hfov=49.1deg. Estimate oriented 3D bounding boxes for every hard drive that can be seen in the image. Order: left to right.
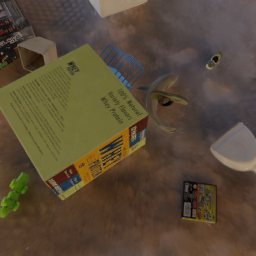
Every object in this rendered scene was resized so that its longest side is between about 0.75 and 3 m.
[{"bbox_3d":[-4.354,-2.426,9.652,0.191,0.706,1.010,42,72,18],"label":"hard drive"}]

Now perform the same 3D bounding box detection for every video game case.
[{"bbox_3d":[1.977,2.039,7.770,0.944,0.133,1.045,7,63,4],"label":"video game case"}]

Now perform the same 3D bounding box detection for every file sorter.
[{"bbox_3d":[-0.253,-1.945,8.930,0.832,1.357,0.942,-47,67,20],"label":"file sorter"}]

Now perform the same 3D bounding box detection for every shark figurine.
[{"bbox_3d":[0.906,-0.915,8.791,1.401,0.979,2.345,4,62,3],"label":"shark figurine"}]

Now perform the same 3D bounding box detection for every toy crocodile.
[{"bbox_3d":[-3.161,1.843,7.746,0.435,0.398,1.289,35,60,-28],"label":"toy crocodile"}]

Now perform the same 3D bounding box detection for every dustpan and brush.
[{"bbox_3d":[3.507,0.926,8.173,1.359,0.557,1.948,-36,62,-11],"label":"dustpan and brush"}]

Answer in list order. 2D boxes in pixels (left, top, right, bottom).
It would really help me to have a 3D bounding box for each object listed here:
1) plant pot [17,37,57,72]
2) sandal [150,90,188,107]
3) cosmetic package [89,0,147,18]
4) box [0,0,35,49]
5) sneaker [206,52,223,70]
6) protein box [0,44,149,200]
[{"bbox_3d":[-2.985,-2.515,9.597,1.019,1.020,0.903,23,53,11],"label":"plant pot"},{"bbox_3d":[1.104,-0.803,8.080,1.327,0.527,0.379,20,90,48],"label":"sandal"},{"bbox_3d":[-0.593,-6.065,10.377,2.137,2.590,2.135,-25,66,-12],"label":"cosmetic package"},{"bbox_3d":[-5.050,-4.032,10.429,2.243,0.708,2.844,-28,67,-13],"label":"box"},{"bbox_3d":[3.102,-2.424,9.764,0.309,0.413,0.921,42,65,5],"label":"sneaker"},{"bbox_3d":[-1.473,-0.182,7.823,2.917,1.968,2.896,-33,68,-15],"label":"protein box"}]
